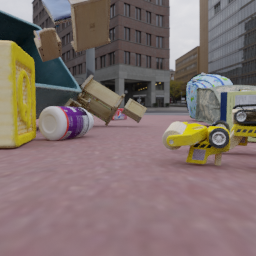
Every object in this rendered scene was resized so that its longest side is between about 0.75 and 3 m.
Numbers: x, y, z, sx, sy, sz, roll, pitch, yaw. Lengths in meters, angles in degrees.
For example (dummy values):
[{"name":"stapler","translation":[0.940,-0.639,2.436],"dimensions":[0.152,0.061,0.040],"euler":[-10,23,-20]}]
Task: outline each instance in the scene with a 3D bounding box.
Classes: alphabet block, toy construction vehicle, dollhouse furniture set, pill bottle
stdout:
[{"name":"alphabet block","translation":[-2.268,-0.461,4.178],"dimensions":[1.485,1.451,1.458],"euler":[-2,6,-7]},{"name":"toy construction vehicle","translation":[1.159,0.143,2.750],"dimensions":[1.515,0.533,1.319],"euler":[-2,14,16]},{"name":"dollhouse furniture set","translation":[-1.450,-2.826,6.258],"dimensions":[1.843,1.952,1.274],"euler":[-22,-26,-18]},{"name":"pill bottle","translation":[-1.077,-0.101,5.104],"dimensions":[0.580,0.580,1.031],"euler":[2,4,26]},{"name":"dollhouse furniture set","translation":[-0.805,-0.240,8.461],"dimensions":[2.022,1.788,1.124],"euler":[31,-40,-1]}]

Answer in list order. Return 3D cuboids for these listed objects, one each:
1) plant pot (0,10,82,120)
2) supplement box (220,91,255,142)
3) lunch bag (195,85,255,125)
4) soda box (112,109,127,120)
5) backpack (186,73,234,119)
[{"name":"plant pot","translation":[-3.382,-1.286,7.636],"dimensions":[2.568,2.521,2.514],"euler":[-37,-9,18]},{"name":"supplement box","translation":[2.365,-0.208,4.824],"dimensions":[1.221,0.820,1.222],"euler":[2,4,34]},{"name":"lunch bag","translation":[3.228,-0.640,8.422],"dimensions":[1.796,1.287,2.189],"euler":[0,9,-7]},{"name":"soda box","translation":[-0.602,-0.731,14.925],"dimensions":[0.540,0.596,1.702],"euler":[2,4,23]},{"name":"backpack","translation":[3.726,-1.309,12.822],"dimensions":[2.279,2.419,2.965],"euler":[-10,14,-22]}]
